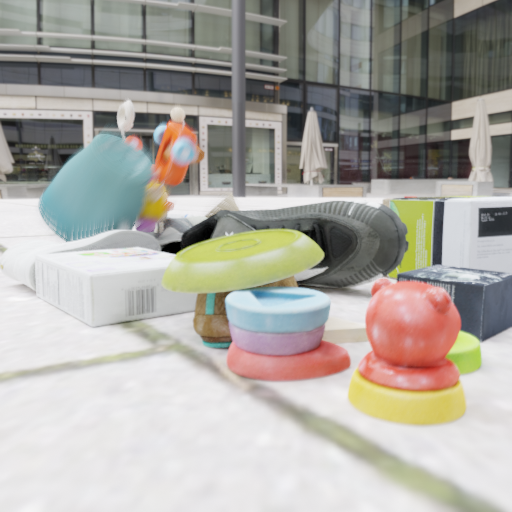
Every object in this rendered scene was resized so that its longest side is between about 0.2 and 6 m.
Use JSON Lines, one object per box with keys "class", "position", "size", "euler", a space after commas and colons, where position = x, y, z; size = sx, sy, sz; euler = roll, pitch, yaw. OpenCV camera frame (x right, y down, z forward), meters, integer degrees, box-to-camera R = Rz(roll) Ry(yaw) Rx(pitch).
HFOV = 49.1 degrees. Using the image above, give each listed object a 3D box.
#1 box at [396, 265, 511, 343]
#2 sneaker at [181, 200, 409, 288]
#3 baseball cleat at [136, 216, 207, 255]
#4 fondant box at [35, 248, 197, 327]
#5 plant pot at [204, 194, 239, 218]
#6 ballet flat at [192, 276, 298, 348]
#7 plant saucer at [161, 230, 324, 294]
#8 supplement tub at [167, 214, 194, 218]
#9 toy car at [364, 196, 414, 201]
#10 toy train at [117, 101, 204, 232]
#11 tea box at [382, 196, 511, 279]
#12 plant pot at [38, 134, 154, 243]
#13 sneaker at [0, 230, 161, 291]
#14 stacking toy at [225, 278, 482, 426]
{"class": "box", "position": [1.877, 0.413, 5.233], "size": [0.839, 0.529, 0.854], "euler": [9, 12, 43]}
{"class": "sneaker", "position": [0.239, -0.090, 7.147], "size": [1.522, 1.118, 3.363], "euler": [-11, 9, -42]}
{"class": "baseball cleat", "position": [-1.602, -0.221, 9.136], "size": [2.226, 0.776, 1.185], "euler": [-9, 18, 47]}
{"class": "fondant box", "position": [-1.531, 0.273, 6.235], "size": [1.318, 0.532, 1.826], "euler": [-6, 10, -36]}
{"class": "plant pot", "position": [-0.474, -0.565, 9.395], "size": [0.718, 0.657, 0.718], "euler": [-40, 5, 4]}
{"class": "ballet flat", "position": [-0.056, 0.234, 5.448], "size": [0.748, 0.798, 2.205], "euler": [-3, 6, 19]}
{"class": "plant saucer", "position": [-0.139, -0.003, 4.888], "size": [1.435, 0.223, 1.435], "euler": [-10, 12, 2]}
{"class": "supplement tub", "position": [-1.883, -0.638, 12.764], "size": [0.972, 0.641, 0.641], "euler": [1, 7, 13]}
{"class": "toy car", "position": [3.005, -0.981, 13.860], "size": [1.544, 1.047, 3.148], "euler": [-6, 10, -39]}
{"class": "toy train", "position": [-1.585, -1.489, 8.981], "size": [0.740, 1.999, 2.662], "euler": [6, 20, -34]}
{"class": "tea box", "position": [2.888, -0.227, 7.583], "size": [1.731, 1.157, 1.703], "euler": [-3, 8, -24]}
{"class": "plant pot", "position": [-2.188, -0.970, 8.073], "size": [1.395, 1.311, 1.395], "euler": [31, 27, -18]}
{"class": "sneaker", "position": [-2.395, -0.016, 7.648], "size": [1.166, 0.744, 2.018], "euler": [11, 14, 41]}
{"class": "stacking toy", "position": [0.763, 0.439, 4.081], "size": [1.800, 0.760, 1.629], "euler": [6, 10, 37]}
